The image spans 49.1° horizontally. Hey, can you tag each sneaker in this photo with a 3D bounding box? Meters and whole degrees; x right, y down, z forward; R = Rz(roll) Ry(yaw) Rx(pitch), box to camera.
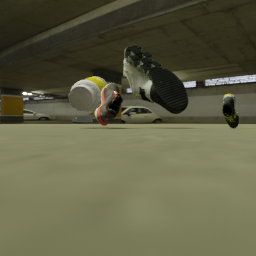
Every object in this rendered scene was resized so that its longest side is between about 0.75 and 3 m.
[{"bbox_3d":[0.657,-1.078,7.473,0.909,1.085,2.453,-15,53,-28],"label":"sneaker"},{"bbox_3d":[-0.314,-0.630,6.623,0.583,1.425,0.549,-27,-56,31],"label":"sneaker"},{"bbox_3d":[2.288,-0.319,6.354,0.335,0.899,0.380,1,38,39],"label":"sneaker"}]

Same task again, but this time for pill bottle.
[{"bbox_3d":[-1.037,-0.905,7.467,0.824,0.824,1.465,0,15,9],"label":"pill bottle"}]
